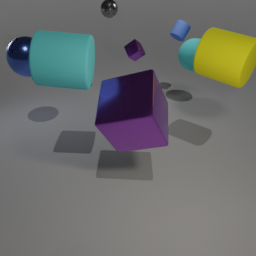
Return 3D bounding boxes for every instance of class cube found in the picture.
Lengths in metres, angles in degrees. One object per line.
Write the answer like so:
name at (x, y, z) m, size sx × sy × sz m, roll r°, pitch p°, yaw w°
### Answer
cube at (0.348, -3.900, 14.084) m, size 0.700 × 0.700 × 0.700 m, roll -29°, pitch -17°, yaw 25°
cube at (0.163, -0.378, 7.032) m, size 1.400 × 1.400 × 1.400 m, roll -9°, pitch 55°, yaw 20°

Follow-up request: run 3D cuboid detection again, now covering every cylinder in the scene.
cylinder at (-1.646, -1.748, 7.276) m, size 1.400 × 1.400 × 1.400 m, roll 5°, pitch 30°, yaw 0°
cylinder at (2.386, -4.434, 12.766) m, size 0.700 × 0.700 × 0.700 m, roll 29°, pitch 5°, yaw -3°
cylinder at (2.842, -2.029, 8.076) m, size 1.400 × 1.400 × 1.400 m, roll 28°, pitch 39°, yaw 29°

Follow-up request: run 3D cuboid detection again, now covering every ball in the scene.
ball at (2.928, -3.221, 12.347) m, size 1.400 × 1.400 × 1.400 m, roll 0°, pitch 30°, yaw 0°
ball at (-3.566, -2.521, 9.932) m, size 1.400 × 1.400 × 1.400 m, roll 0°, pitch 30°, yaw 0°
ball at (-0.758, -4.814, 11.302) m, size 0.700 × 0.700 × 0.700 m, roll 0°, pitch 30°, yaw 0°
